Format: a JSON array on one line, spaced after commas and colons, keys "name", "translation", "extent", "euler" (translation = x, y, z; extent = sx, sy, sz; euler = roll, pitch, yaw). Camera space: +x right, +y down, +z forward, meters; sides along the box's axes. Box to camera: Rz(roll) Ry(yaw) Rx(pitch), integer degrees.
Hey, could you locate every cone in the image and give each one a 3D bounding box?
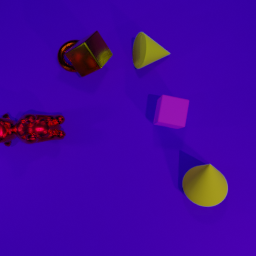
[{"name": "cone", "translation": [1.975, 1.186, 6.984], "extent": [1.167, 1.171, 1.167], "euler": [-4, 54, 5]}, {"name": "cone", "translation": [0.811, -2.282, 8.424], "extent": [1.051, 1.047, 1.047], "euler": [-1, 74, -21]}]

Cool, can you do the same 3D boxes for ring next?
[{"name": "ring", "translation": [-1.632, -2.223, 8.622], "extent": [1.097, 0.219, 1.097], "euler": [0, 75, 0]}]

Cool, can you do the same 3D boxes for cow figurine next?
[{"name": "cow figurine", "translation": [-2.726, 0.024, 7.675], "extent": [1.744, 1.716, 0.957], "euler": [-4, 91, -38]}]

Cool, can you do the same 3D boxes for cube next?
[{"name": "cube", "translation": [-1.085, -2.075, 7.887], "extent": [0.823, 0.823, 0.823], "euler": [54, 42, -24]}, {"name": "cube", "translation": [1.173, -0.426, 7.716], "extent": [0.743, 0.743, 0.743], "euler": [11, 85, -3]}]
